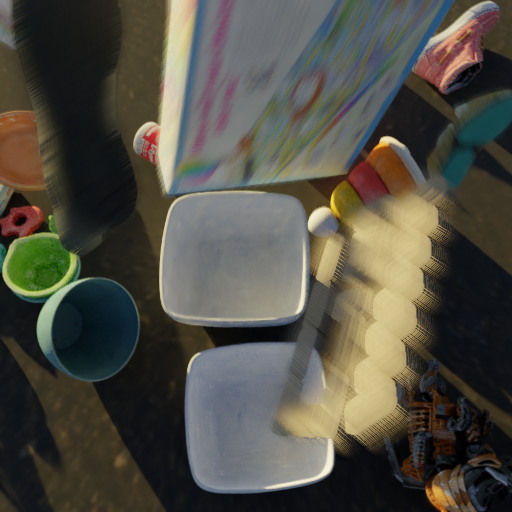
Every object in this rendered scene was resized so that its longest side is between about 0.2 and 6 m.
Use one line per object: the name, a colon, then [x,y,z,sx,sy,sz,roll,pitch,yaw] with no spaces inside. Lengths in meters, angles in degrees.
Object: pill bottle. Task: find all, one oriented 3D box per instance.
pill bottle: [-1.586,-1.885,10.167,1.166,0.654,0.654,32,67,15]

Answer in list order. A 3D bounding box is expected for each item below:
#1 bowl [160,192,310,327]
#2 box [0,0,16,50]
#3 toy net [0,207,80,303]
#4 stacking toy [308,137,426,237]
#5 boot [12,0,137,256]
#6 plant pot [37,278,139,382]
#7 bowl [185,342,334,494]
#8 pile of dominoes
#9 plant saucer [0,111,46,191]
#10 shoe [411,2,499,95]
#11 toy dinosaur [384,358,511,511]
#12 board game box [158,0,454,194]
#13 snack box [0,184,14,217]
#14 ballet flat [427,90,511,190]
bowl: [-0.324,0.121,8.997,2.304,0.861,2.307,1,63,0]
box: [-2.791,-2.938,7.356,1.108,0.623,0.562,32,58,-12]
toy net: [-4.741,-0.026,9.135,3.870,0.747,2.030,-4,62,-2]
stacking toy: [1.792,-0.928,9.522,2.020,1.476,1.476,-30,65,6]
boot: [-2.403,-1.749,7.019,1.156,2.230,3.414,-7,88,-26]
plant pot: [-2.639,1.066,8.323,0.995,1.478,1.478,-2,55,39]
bowl: [0.021,2.295,7.918,1.992,0.744,1.989,-4,62,-3]
pile of dominoes: [0.979,0.535,4.956,0.364,1.783,2.288,25,68,-17]
plant saucer: [-4.100,-1.849,10.087,1.782,0.334,1.782,10,55,-15]
shoe: [4.271,-4.164,11.317,2.310,0.825,1.051,-36,69,-11]
toy dinosaur: [2.963,2.904,7.465,2.165,1.630,3.190,-18,82,6]
board game box: [0.486,-2.554,7.341,3.194,4.751,0.813,-9,67,-18]
snack box: [-5.414,-1.038,9.883,1.930,0.358,1.121,11,63,6]
ballet flat: [2.673,-1.568,7.154,0.628,1.777,0.628,5,59,-8]
